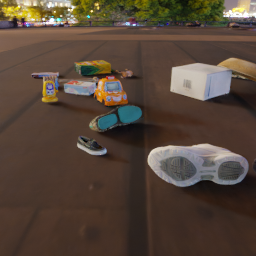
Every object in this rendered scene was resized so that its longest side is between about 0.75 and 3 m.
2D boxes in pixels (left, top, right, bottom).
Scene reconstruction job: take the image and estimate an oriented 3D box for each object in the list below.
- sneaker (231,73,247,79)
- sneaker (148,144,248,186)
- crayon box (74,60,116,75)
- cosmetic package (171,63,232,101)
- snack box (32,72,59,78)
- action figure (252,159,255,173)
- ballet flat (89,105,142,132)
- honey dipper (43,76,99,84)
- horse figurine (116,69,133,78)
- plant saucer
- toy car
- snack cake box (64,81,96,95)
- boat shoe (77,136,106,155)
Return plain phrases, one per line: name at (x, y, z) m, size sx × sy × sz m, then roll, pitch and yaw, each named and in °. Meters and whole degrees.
sneaker at (4.680, -2.465, 12.280) m, size 0.774 × 0.713 × 1.935 m, roll -21°, pitch 23°, yaw -13°
sneaker at (1.180, 0.601, 5.058) m, size 1.716 × 0.669 × 0.853 m, roll 7°, pitch 16°, yaw -6°
crayon box at (-1.567, -2.910, 13.426) m, size 1.769 × 0.449 × 1.123 m, roll -10°, pitch 25°, yaw -23°
cosmetic package at (2.596, -1.704, 9.978) m, size 1.503 × 0.924 × 1.498 m, roll -16°, pitch 28°, yaw -37°
snack box at (-3.718, -2.402, 12.612) m, size 1.158 × 0.141 × 0.416 m, roll -5°, pitch 23°, yaw -12°
action figure at (2.947, 0.722, 4.291) m, size 1.825 × 0.931 × 1.085 m, roll 18°, pitch 18°, yaw 40°
ballet flat at (-0.353, -0.265, 7.228) m, size 1.511 × 0.512 × 0.569 m, roll -21°, pitch 10°, yaw -37°
honey dipper at (-2.230, -1.862, 11.135) m, size 2.164 × 0.411 × 0.411 m, roll -4°, pitch 23°, yaw -21°
horse figurine at (-0.070, -2.447, 12.562) m, size 0.635 × 0.239 × 0.959 m, roll 32°, pitch 31°, yaw 33°
plant saucer at (4.558, -2.010, 10.149) m, size 2.584 × 0.458 × 2.584 m, roll 20°, pitch 15°, yaw -5°
toy car at (-1.378, -1.157, 8.615) m, size 2.673 × 0.889 × 1.311 m, roll -1°, pitch 19°, yaw -7°
snack cake box at (-1.722, -1.458, 10.139) m, size 0.997 × 0.335 × 0.573 m, roll 9°, pitch 26°, yaw 20°
boat shoe at (-0.793, 0.357, 5.937) m, size 0.768 × 0.272 × 0.277 m, roll 14°, pitch 27°, yaw 30°
